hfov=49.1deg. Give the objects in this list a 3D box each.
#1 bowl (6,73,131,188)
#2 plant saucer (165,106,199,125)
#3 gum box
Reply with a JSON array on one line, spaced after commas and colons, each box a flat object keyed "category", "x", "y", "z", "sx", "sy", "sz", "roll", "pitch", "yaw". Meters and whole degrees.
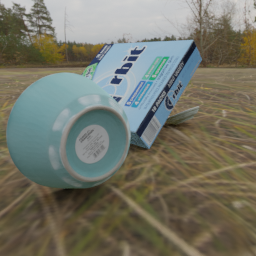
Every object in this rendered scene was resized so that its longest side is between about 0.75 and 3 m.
[{"category": "bowl", "x": -0.584, "y": 0.118, "z": 3.542, "sx": 1.598, "sy": 1.598, "sz": 0.836, "roll": -11, "pitch": 17, "yaw": -37}, {"category": "plant saucer", "x": 1.449, "y": -0.285, "z": 7.453, "sx": 1.003, "sy": 0.252, "sz": 1.003, "roll": -20, "pitch": -4, "yaw": -1}, {"category": "gum box", "x": -0.123, "y": -0.990, "z": 6.803, "sx": 2.973, "sy": 0.662, "sz": 2.526, "roll": 14, "pitch": 63, "yaw": 42}]
